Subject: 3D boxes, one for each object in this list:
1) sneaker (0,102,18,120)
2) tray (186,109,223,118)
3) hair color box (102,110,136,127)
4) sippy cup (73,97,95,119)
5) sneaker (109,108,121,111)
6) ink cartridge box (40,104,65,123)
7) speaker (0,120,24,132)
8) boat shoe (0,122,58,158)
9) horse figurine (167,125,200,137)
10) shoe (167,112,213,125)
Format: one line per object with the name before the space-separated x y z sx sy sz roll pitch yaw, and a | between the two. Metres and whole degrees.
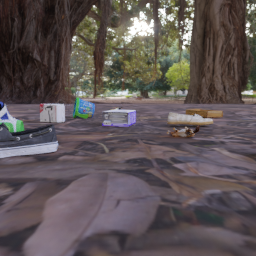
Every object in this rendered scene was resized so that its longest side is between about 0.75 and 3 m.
sneaker | -4.088 -0.341 9.208 0.746 1.066 1.846 2 7 7
tray | 4.639 -0.900 17.234 1.126 0.423 2.282 -2 7 -20
hair color box | -0.337 -0.449 12.138 1.097 0.650 2.007 2 5 11
sippy cup | -2.522 -1.083 16.134 1.107 1.510 1.186 10 -25 -16
sneaker | -0.858 -0.893 16.508 0.653 0.565 1.446 0 6 25
ink cartridge box | -3.647 -0.720 13.455 1.191 0.874 0.493 3 6 31
speaker | -3.474 0.084 7.335 1.354 0.599 0.599 -3 7 -11
boat shoe | -2.503 0.222 5.794 2.102 0.696 0.735 -3 7 -24
horse figurine | 1.652 0.122 8.364 1.087 0.271 0.720 -6 -14 24
shoe | 2.542 -0.370 11.398 1.887 0.504 0.660 2 0 -2
